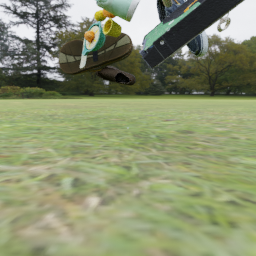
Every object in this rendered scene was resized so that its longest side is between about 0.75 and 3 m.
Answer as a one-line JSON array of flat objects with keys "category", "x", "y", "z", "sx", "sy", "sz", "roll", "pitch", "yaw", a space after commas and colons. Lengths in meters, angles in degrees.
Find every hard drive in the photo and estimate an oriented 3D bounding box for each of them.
[{"category": "hard drive", "x": 1.123, "y": -1.894, "z": 4.608, "sx": 2.062, "sy": 0.390, "sz": 1.441, "roll": -34, "pitch": 20, "yaw": 22}]

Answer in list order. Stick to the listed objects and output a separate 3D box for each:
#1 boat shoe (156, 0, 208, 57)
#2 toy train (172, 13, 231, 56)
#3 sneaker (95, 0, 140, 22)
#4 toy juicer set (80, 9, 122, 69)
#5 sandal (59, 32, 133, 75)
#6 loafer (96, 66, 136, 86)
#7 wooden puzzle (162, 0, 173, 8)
[{"category": "boat shoe", "x": 1.145, "y": -2.212, "z": 6.144, "sx": 0.707, "sy": 1.557, "sz": 0.551, "roll": -14, "pitch": -15, "yaw": -22}, {"category": "toy train", "x": 2.072, "y": -3.518, "z": 8.561, "sx": 2.849, "sy": 2.140, "sz": 0.792, "roll": -25, "pitch": 57, "yaw": -24}, {"category": "sneaker", "x": -0.256, "y": -2.950, "z": 6.527, "sx": 0.978, "sy": 0.610, "sz": 1.658, "roll": 24, "pitch": 18, "yaw": -7}, {"category": "toy juicer set", "x": -0.901, "y": -2.495, "z": 7.266, "sx": 0.499, "sy": 1.166, "sz": 1.832, "roll": 12, "pitch": -27, "yaw": -38}, {"category": "sandal", "x": -1.062, "y": -2.377, "z": 9.201, "sx": 2.929, "sy": 1.197, "sz": 0.800, "roll": -8, "pitch": -13, "yaw": 27}, {"category": "loafer", "x": -0.457, "y": -1.887, "z": 9.945, "sx": 1.474, "sy": 0.538, "sz": 0.526, "roll": 14, "pitch": 11, "yaw": 7}, {"category": "wooden puzzle", "x": 0.435, "y": -2.922, "z": 4.637, "sx": 0.259, "sy": 1.390, "sz": 1.286, "roll": -18, "pitch": -17, "yaw": 16}]
